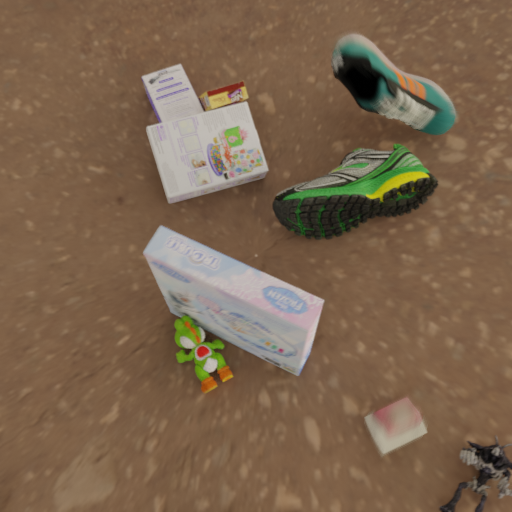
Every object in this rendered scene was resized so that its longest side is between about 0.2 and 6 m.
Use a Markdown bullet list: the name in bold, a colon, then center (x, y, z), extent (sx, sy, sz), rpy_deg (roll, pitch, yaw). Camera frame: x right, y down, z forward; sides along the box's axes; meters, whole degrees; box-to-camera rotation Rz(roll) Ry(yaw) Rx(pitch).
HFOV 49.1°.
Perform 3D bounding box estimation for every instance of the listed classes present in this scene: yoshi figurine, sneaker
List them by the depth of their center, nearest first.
- **yoshi figurine**: center (-0.862, 1.454, 8.465), extent (0.650, 0.652, 1.161), rpy_deg (-37, 80, 26)
- **sneaker**: center (1.566, -1.131, 9.527), extent (2.834, 1.106, 1.207), rpy_deg (-15, 56, -17)
- **sneaker**: center (2.378, -2.784, 9.874), extent (2.582, 0.922, 1.032), rpy_deg (29, 49, -11)

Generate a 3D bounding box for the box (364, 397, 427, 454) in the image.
- **box**: center (1.940, 2.359, 7.823), extent (0.689, 0.441, 0.375), rpy_deg (-25, 106, -1)

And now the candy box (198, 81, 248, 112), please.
- **candy box**: center (-0.632, -2.898, 10.274), extent (0.705, 1.208, 0.341), rpy_deg (-19, 102, -10)

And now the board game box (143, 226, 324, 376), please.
- **board game box**: center (-0.280, 0.710, 7.758), extent (2.283, 2.272, 0.495), rpy_deg (25, 69, 11)

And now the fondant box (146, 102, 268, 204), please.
- **fondant box**: center (-0.854, -1.806, 9.834), extent (1.826, 0.532, 1.317), rpy_deg (-16, 84, -7)

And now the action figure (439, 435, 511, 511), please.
- **action figure**: center (3.065, 2.981, 7.523), extent (0.811, 0.696, 1.364), rpy_deg (29, 68, 25)

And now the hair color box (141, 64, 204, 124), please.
- **hair color box**: center (-1.535, -2.868, 10.625), extent (0.811, 0.481, 1.483), rpy_deg (-21, 67, -9)
